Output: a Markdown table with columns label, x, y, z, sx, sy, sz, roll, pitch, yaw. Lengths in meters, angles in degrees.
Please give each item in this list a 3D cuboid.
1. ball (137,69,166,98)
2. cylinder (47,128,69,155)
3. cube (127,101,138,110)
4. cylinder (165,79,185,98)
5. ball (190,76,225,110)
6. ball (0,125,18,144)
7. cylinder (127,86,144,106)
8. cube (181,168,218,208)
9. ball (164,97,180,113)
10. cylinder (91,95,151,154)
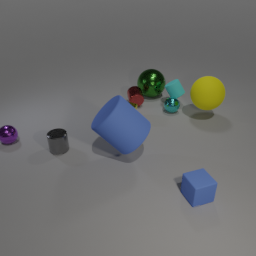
| label | x | y | z | sx | sy | sz | roll | pitch | yaw |
| --- | --- | --- | --- | --- | --- | --- | --- | --- | --- |
| ball | 1.148 | -2.202 | 13.797 | 1.400 | 1.400 | 1.400 | 0 | 31 | 0 |
| cylinder | -2.469 | 0.480 | 9.905 | 0.700 | 0.700 | 0.700 | -1 | 31 | 0 |
| cube | -0.069 | -0.653 | 11.760 | 0.700 | 0.700 | 0.700 | 16 | 33 | 14 |
| cylinder | 2.154 | -1.781 | 12.883 | 0.700 | 0.700 | 0.700 | -30 | 14 | 8 |
| ball | 3.293 | -1.436 | 11.598 | 1.400 | 1.400 | 1.400 | 0 | 31 | 0 |
| ball | -4.428 | 0.239 | 10.321 | 0.700 | 0.700 | 0.700 | 0 | 31 | 0 |
| cylinder | 0.345 | -1.468 | 12.959 | 0.700 | 0.700 | 0.700 | -4 | 43 | -7 |
| cube | 1.980 | 1.674 | 7.890 | 0.700 | 0.700 | 0.700 | -11 | 32 | -17 |
| ball | 1.958 | -1.030 | 12.481 | 0.700 | 0.700 | 0.700 | 0 | 31 | 0 |
| cylinder | -0.227 | -0.096 | 9.050 | 1.400 | 1.400 | 1.400 | 41 | 22 | -20 |
